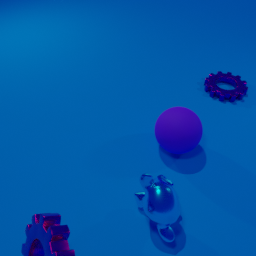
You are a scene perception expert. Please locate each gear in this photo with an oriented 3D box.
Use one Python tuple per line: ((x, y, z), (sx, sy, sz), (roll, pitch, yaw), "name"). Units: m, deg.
((2.891, -1.242, 8.303), (1.212, 0.224, 1.212), (0, 46, 0), "gear")
((-1.245, 2.063, 4.212), (0.276, 1.493, 1.493), (8, 37, -36), "gear")

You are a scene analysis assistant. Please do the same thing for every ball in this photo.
((1.154, 0.053, 6.426), (1.086, 1.086, 1.086), (0, 46, 0), "ball")

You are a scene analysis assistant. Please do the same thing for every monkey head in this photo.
((0.479, 1.371, 5.142), (0.952, 1.323, 0.797), (-18, 7, 25), "monkey head")
